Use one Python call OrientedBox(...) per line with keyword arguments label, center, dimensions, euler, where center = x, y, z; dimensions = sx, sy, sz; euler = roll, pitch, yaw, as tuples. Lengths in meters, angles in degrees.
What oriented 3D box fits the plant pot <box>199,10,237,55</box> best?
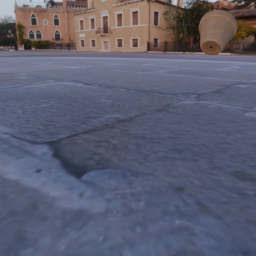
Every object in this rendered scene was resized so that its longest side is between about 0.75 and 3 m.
OrientedBox(label="plant pot", center=(3.465, -3.653, 11.184), dimensions=(1.505, 1.505, 1.312), euler=(10, 64, 28))
